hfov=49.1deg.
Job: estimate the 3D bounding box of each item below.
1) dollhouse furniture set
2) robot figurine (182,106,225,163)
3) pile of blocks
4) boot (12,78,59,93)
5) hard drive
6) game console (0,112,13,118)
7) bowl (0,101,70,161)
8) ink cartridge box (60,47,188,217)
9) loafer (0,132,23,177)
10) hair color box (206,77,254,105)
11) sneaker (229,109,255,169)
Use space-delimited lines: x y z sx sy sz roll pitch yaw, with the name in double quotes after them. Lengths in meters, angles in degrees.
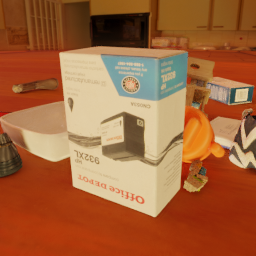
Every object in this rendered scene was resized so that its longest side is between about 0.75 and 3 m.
1.626 -0.903 9.596 1.951 1.962 2.784 14 50 8 "dollhouse furniture set"
1.401 0.181 6.670 1.517 1.230 2.109 -13 -16 19 "robot figurine"
1.483 1.097 6.059 0.429 0.325 1.046 19 32 14 "pile of blocks"
-4.955 -2.245 14.916 1.824 0.629 1.957 -1 12 39 "boot"
3.698 0.287 8.181 2.872 0.364 1.895 15 24 36 "hard drive"
-4.584 -0.359 10.452 0.826 0.490 0.712 2 51 8 "game console"
-1.951 0.042 7.982 2.603 0.971 2.599 16 25 36 "bowl"
-0.079 -0.034 5.412 2.057 2.836 1.187 12 25 30 "ink cartridge box"
-3.759 0.359 7.037 2.763 0.999 1.006 9 22 26 "loafer"
4.563 -1.847 13.530 1.336 0.808 2.671 -7 21 -18 "hair color box"
3.468 0.315 6.101 1.051 1.714 2.634 -10 22 -23 "sneaker"
